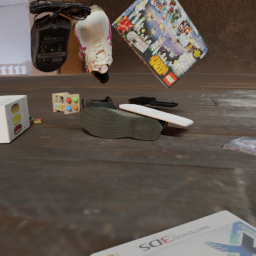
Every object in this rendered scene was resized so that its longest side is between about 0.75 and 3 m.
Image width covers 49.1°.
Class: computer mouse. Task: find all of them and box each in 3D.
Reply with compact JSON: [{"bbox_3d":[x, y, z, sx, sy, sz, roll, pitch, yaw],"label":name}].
[{"bbox_3d":[-1.709,-2.097,6.336,1.347,1.945,0.513,-12,61,-35],"label":"computer mouse"}]

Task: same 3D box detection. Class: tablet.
[{"bbox_3d":[0.942,-0.447,9.019,2.193,0.150,1.427,17,11,19],"label":"tablet"}]

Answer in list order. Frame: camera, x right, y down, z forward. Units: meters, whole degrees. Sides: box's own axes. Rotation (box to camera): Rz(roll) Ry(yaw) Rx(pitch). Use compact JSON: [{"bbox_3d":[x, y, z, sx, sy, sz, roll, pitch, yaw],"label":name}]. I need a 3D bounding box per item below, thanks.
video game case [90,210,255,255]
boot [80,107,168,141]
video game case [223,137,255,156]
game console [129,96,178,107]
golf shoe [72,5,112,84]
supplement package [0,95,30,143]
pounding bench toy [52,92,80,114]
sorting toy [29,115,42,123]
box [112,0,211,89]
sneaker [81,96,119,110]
[{"bbox_3d":[1.041,1.663,2.670,2.168,0.262,2.378,-7,16,-27],"label":"video game case"},{"bbox_3d":[-0.072,-0.181,9.281,2.696,0.913,1.761,11,11,11],"label":"boot"},{"bbox_3d":[3.547,0.546,7.484,1.136,0.151,1.590,-11,18,-38],"label":"video game case"},{"bbox_3d":[1.440,-1.404,15.032,2.641,0.318,1.558,10,17,32],"label":"game console"},{"bbox_3d":[-0.836,-2.309,8.086,1.029,1.305,2.834,-28,-12,-9],"label":"golf shoe"},{"bbox_3d":[-4.009,-0.325,8.867,1.120,1.163,2.046,-2,15,-2],"label":"supplement package"},{"bbox_3d":[-2.668,-1.201,13.130,1.041,0.829,1.334,11,18,39],"label":"pounding bench toy"},{"bbox_3d":[-4.081,-0.354,10.929,1.430,0.242,0.689,0,14,-3],"label":"sorting toy"},{"bbox_3d":[1.144,-2.922,9.086,2.854,1.954,0.569,42,9,-29],"label":"box"},{"bbox_3d":[-0.607,-0.612,10.107,2.161,1.127,0.649,-8,17,-26],"label":"sneaker"}]
